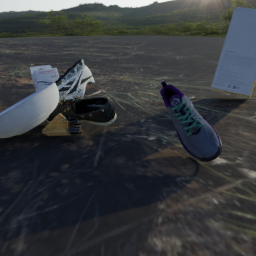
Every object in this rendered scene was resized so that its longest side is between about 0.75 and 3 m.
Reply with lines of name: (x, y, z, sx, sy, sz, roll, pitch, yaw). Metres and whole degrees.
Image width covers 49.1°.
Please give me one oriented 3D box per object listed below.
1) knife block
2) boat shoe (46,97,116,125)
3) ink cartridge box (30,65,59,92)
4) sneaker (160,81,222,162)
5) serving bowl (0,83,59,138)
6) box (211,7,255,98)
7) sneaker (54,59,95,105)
knife block: (-1.792, 0.063, 7.883, 0.883, 1.005, 0.322, 46, -1, 25)
boat shoe: (-1.570, -0.562, 8.754, 2.398, 0.751, 0.877, 0, 47, 20)
ink cartridge box: (-3.163, -1.784, 10.960, 0.915, 1.578, 0.535, -15, -5, -33)
sneaker: (1.415, -0.205, 7.065, 0.902, 1.061, 2.424, -38, 43, 12)
serving bowl: (-2.930, -0.392, 8.045, 2.353, 0.774, 2.353, -26, 17, 9)
box: (4.479, -2.806, 10.902, 1.462, 2.999, 1.866, 18, 10, 22)
sneaker: (-2.239, -1.228, 10.139, 2.706, 1.197, 1.003, -46, 24, -21)
